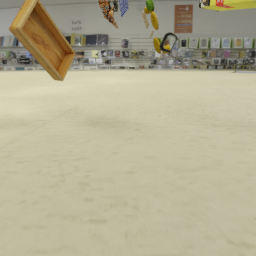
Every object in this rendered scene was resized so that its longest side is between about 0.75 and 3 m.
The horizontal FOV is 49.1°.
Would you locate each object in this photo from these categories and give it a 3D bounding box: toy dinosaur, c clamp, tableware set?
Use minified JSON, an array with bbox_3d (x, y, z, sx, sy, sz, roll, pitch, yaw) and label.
[{"bbox_3d":[-0.450,-2.591,6.234,0.401,0.786,0.533,3,45,12],"label":"toy dinosaur"},{"bbox_3d":[1.518,-2.962,9.947,0.728,0.852,0.115,16,42,-4],"label":"c clamp"},{"bbox_3d":[1.185,-4.039,11.424,0.351,2.285,1.539,-20,-4,-7],"label":"tableware set"}]

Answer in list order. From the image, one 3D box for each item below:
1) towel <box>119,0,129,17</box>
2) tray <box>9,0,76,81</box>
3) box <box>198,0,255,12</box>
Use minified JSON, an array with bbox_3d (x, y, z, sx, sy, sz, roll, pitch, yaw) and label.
[{"bbox_3d":[-0.181,-4.725,10.522,0.106,0.886,0.642,17,59,18],"label":"towel"},{"bbox_3d":[-2.300,-2.392,7.871,0.402,1.072,2.174,10,-22,24],"label":"tray"},{"bbox_3d":[2.348,-3.053,5.991,0.629,0.945,2.511,3,21,-12],"label":"box"}]
